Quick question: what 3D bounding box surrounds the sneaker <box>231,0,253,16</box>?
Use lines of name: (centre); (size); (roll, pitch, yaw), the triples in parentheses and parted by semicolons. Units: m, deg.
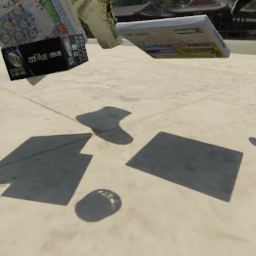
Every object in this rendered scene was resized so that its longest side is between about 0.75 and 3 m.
sneaker: (3.593, -3.892, 8.198); (0.619, 1.414, 0.535); (34, 44, 10)

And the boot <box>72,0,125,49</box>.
boot: (-0.695, -3.995, 9.952); (1.000, 2.147, 2.776); (-48, 26, -26)

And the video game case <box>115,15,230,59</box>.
video game case: (1.235, -2.302, 7.423); (2.398, 0.265, 2.183); (8, -2, 34)

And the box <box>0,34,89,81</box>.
box: (-1.889, -1.744, 6.730); (1.423, 0.748, 1.738); (-7, 19, 11)

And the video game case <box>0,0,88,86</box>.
video game case: (-2.403, -2.686, 7.666); (2.267, 2.491, 0.295); (-44, 57, -13)
